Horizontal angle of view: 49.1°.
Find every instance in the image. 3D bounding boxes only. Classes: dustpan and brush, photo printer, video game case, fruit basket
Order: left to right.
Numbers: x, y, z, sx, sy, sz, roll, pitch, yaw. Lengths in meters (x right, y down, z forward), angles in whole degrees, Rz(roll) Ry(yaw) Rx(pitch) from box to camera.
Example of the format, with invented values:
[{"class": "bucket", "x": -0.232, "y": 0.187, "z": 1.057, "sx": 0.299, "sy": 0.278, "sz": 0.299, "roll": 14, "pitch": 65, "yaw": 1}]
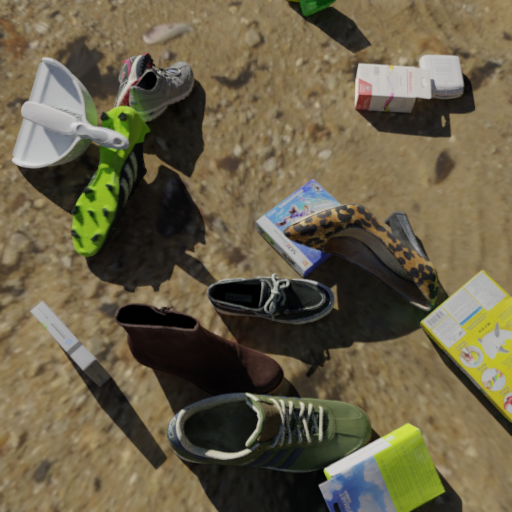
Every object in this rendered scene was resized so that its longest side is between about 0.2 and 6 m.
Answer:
[{"class": "dustpan and brush", "x": -3.658, "y": -2.587, "z": 11.111, "sx": 3.294, "sy": 0.943, "sz": 2.299, "roll": 21, "pitch": 96, "yaw": 19}, {"class": "fruit basket", "x": 1.261, "y": -6.620, "z": 13.788, "sx": 0.961, "sy": 1.332, "sz": 1.332, "roll": -28, "pitch": 68, "yaw": -13}, {"class": "video game case", "x": 1.050, "y": -0.584, "z": 11.216, "sx": 1.593, "sy": 0.362, "sz": 1.444, "roll": -38, "pitch": 71, "yaw": -17}, {"class": "photo printer", "x": 4.261, "y": -4.082, "z": 12.864, "sx": 0.913, "sy": 0.381, "sz": 1.097, "roll": 1, "pitch": 65, "yaw": -1}]

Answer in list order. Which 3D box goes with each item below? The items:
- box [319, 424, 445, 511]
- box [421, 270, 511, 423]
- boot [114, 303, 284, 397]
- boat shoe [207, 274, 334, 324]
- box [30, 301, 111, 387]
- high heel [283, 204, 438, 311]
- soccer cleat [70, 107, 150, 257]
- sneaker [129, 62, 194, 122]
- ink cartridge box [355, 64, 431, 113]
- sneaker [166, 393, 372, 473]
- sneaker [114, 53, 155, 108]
[{"class": "box", "x": 1.959, "y": 3.643, "z": 8.949, "sx": 1.861, "sy": 0.443, "sz": 1.135, "roll": -24, "pitch": 93, "yaw": -11}, {"class": "box", "x": 4.330, "y": 1.688, "z": 9.782, "sx": 1.512, "sy": 0.623, "sz": 2.577, "roll": -41, "pitch": 68, "yaw": 3}, {"class": "boot", "x": -0.845, "y": 1.589, "z": 9.134, "sx": 2.699, "sy": 2.245, "sz": 0.977, "roll": 10, "pitch": 65, "yaw": 5}, {"class": "boat shoe", "x": 0.267, "y": 0.731, "z": 10.245, "sx": 2.340, "sy": 0.799, "sz": 0.864, "roll": 7, "pitch": 77, "yaw": 6}, {"class": "box", "x": -3.213, "y": 1.552, "z": 9.768, "sx": 0.303, "sy": 1.147, "sz": 1.471, "roll": -41, "pitch": 72, "yaw": -19}, {"class": "high heel", "x": 1.991, "y": 0.118, "z": 10.201, "sx": 2.878, "sy": 1.028, "sz": 2.052, "roll": -3, "pitch": 60, "yaw": -24}, {"class": "soccer cleat", "x": -2.801, "y": -1.420, "z": 11.229, "sx": 1.046, "sy": 1.256, "sz": 3.098, "roll": 12, "pitch": 84, "yaw": 23}, {"class": "sneaker", "x": -2.031, "y": -3.791, "z": 12.287, "sx": 0.786, "sy": 0.862, "sz": 2.103, "roll": 16, "pitch": 49, "yaw": 19}, {"class": "ink cartridge box", "x": 3.068, "y": -3.762, "z": 12.626, "sx": 1.601, "sy": 0.540, "sz": 0.932, "roll": 5, "pitch": 64, "yaw": 4}, {"class": "sneaker", "x": 0.237, "y": 2.812, "z": 8.945, "sx": 3.424, "sy": 1.537, "sz": 1.148, "roll": -1, "pitch": 65, "yaw": -1}, {"class": "sneaker", "x": -2.811, "y": -3.742, "z": 12.588, "sx": 0.681, "sy": 0.735, "sz": 1.824, "roll": 0, "pitch": 58, "yaw": 21}]
